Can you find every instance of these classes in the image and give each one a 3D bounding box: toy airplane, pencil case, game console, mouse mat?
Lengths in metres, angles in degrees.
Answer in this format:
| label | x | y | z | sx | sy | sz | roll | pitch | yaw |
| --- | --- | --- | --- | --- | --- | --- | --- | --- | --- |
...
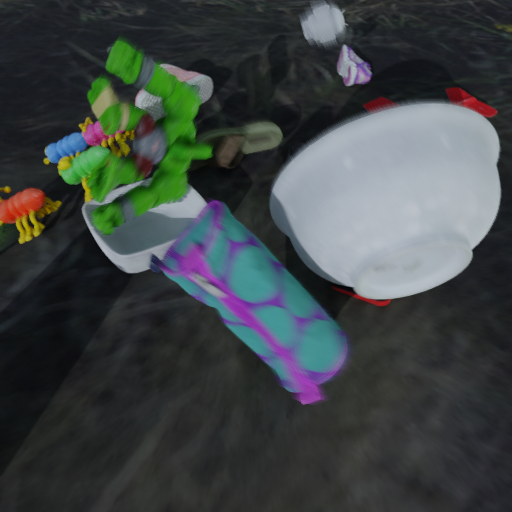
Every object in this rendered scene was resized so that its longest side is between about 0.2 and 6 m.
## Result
| label | x | y | z | sx | sy | sz | roll | pitch | yaw |
| --- | --- | --- | --- | --- | --- | --- | --- | --- | --- |
| toy airplane | 3.826 | -2.961 | 12.125 | 3.124 | 0.575 | 3.124 | 0 | 41 | 0 |
| pencil case | 0.007 | 0.546 | 6.352 | 1.023 | 2.405 | 1.111 | -30 | 28 | 27 |
| game console | 1.742 | 0.327 | 8.490 | 0.878 | 0.154 | 0.993 | 21 | 43 | 24 |
| mouse mat | -4.859 | -0.240 | 9.251 | 1.650 | 0.077 | 2.050 | 20 | 45 | 22 |

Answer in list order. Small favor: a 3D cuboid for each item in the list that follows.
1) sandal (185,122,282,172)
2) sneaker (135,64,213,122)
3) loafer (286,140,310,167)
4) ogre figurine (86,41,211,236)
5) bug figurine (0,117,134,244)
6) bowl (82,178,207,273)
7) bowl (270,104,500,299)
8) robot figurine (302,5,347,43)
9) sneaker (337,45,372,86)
| label | x | y | z | sx | sy | sz | roll | pitch | yaw |
| --- | --- | --- | --- | --- | --- | --- | --- | --- | --- |
| sandal | -0.462 | -2.041 | 10.766 | 2.062 | 0.819 | 0.588 | -16 | 64 | -4 |
| sneaker | -2.160 | -3.768 | 12.861 | 1.211 | 0.872 | 2.316 | 28 | 40 | 24 |
| loafer | 1.048 | -1.717 | 10.476 | 0.762 | 0.756 | 2.093 | -10 | 40 | -10 |
| ogre figurine | -1.654 | -1.683 | 8.573 | 1.616 | 2.696 | 1.323 | -6 | 7 | -42 |
| bug figurine | -3.288 | -1.629 | 9.887 | 2.401 | 0.797 | 3.097 | -21 | 32 | 20 |
| bowl | -1.714 | -0.471 | 9.036 | 1.809 | 0.676 | 1.811 | -23 | 46 | -23 |
| bowl | 1.830 | -0.376 | 7.287 | 3.130 | 3.130 | 1.407 | -8 | 62 | -9 |
| robot figurine | 1.163 | -3.941 | 9.525 | 0.747 | 0.633 | 0.422 | -14 | 51 | 9 |
| sneaker | 2.554 | -4.872 | 14.452 | 0.715 | 0.650 | 1.617 | 1 | 44 | -8 |
